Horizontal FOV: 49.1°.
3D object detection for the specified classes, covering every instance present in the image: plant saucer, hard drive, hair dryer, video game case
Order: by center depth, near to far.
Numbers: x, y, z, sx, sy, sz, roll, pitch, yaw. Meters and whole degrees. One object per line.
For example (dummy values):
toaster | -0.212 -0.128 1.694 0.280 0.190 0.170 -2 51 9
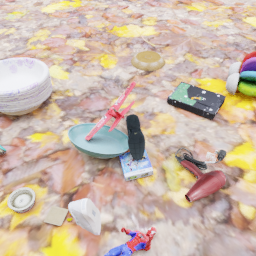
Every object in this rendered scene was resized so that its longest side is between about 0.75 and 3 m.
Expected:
hair dryer | 2.321 1.549 9.212 1.744 0.622 2.289 -1 35 23
video game case | 0.264 1.232 9.571 0.968 0.243 1.068 -12 43 -7
plant saucer | -1.020 0.487 9.935 2.264 0.407 2.264 11 24 -5
hard drive | 2.958 -1.224 12.194 2.140 0.405 1.495 24 48 23
plant saucer | 1.075 -3.659 14.913 1.858 0.329 1.858 0 43 0

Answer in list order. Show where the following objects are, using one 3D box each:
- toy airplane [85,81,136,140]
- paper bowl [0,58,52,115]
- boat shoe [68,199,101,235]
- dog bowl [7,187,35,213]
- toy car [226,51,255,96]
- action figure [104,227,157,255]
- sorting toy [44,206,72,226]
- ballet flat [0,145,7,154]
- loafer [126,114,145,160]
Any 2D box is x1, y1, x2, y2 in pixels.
toy airplane | -0.419 -0.540 9.677 0.511 2.777 2.777 40 47 -8
paper bowl | -4.702 -1.678 11.855 2.916 1.516 2.916 0 42 0
boat shoe | -1.046 2.233 6.916 0.533 1.556 0.560 -5 55 9
dog bowl | -3.198 2.223 8.509 0.813 0.300 0.813 0 43 0
toy car | 5.606 -2.439 12.513 2.058 1.764 2.352 15 45 14
action figure | -0.121 3.038 7.092 2.233 1.105 0.729 -25 48 -28
sorting toy | -1.990 2.617 8.237 0.792 0.106 0.590 10 39 11
ballet flat | -5.119 0.593 10.146 1.955 0.703 0.703 32 51 30
loafer | 0.272 0.362 9.674 0.602 0.598 1.653 -4 66 0
